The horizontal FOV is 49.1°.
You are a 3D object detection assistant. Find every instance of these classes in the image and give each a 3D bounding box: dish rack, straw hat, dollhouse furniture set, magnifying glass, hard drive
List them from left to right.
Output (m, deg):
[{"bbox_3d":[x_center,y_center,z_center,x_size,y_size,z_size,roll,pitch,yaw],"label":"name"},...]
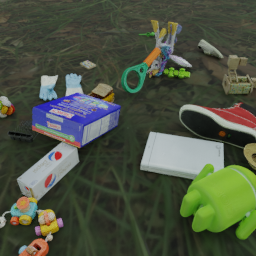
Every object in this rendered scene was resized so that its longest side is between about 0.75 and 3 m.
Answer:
[{"bbox_3d":[-3.890,0.040,10.900,0.997,0.355,1.300,10,40,11],"label":"dish rack"},{"bbox_3d":[0.664,-2.728,12.927,0.310,1.102,2.769,7,52,49],"label":"magnifying glass"},{"bbox_3d":[1.923,0.975,9.740,2.676,0.357,1.765,9,40,11],"label":"hard drive"},{"bbox_3d":[5.529,-2.412,12.878,1.860,1.645,1.034,1,40,3],"label":"dollhouse furniture set"},{"bbox_3d":[4.387,1.139,9.410,1.243,0.526,1.243,6,46,-6],"label":"straw hat"}]

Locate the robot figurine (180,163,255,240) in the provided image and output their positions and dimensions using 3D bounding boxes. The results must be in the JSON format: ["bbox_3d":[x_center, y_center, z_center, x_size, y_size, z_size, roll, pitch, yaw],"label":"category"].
[{"bbox_3d":[2.657,1.915,7.765,2.434,1.408,2.135,-20,43,-23],"label":"robot figurine"}]

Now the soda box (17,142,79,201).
[{"bbox_3d":[-2.493,1.346,9.010,0.653,0.698,2.050,22,43,24],"label":"soda box"}]

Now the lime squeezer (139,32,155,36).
[{"bbox_3d":[1.460,-6.325,18.792,1.420,0.268,0.501,-7,40,-8],"label":"lime squeezer"}]

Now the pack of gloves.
[{"bbox_3d":[-3.229,-2.135,13.481,2.013,0.473,2.396,-8,40,-8],"label":"pack of gloves"}]

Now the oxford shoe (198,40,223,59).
[{"bbox_3d":[4.801,-4.499,16.372,0.546,0.711,1.891,-48,55,10],"label":"oxford shoe"}]

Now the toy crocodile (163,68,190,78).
[{"bbox_3d":[2.488,-2.789,14.353,1.380,0.426,0.466,6,80,5],"label":"toy crocodile"}]

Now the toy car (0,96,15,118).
[{"bbox_3d":[-5.135,-0.860,11.831,0.651,0.760,0.868,11,22,-47],"label":"toy car"}]

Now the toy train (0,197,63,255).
[{"bbox_3d":[-2.710,2.650,7.496,2.138,0.595,1.606,28,46,29],"label":"toy train"}]

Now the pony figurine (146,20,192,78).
[{"bbox_3d":[1.988,-4.043,14.545,2.277,2.734,2.639,25,29,38],"label":"pony figurine"}]

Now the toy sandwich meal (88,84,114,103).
[{"bbox_3d":[-1.257,-1.436,12.579,1.472,0.504,1.472,0,39,0],"label":"toy sandwich meal"}]

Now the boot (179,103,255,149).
[{"bbox_3d":[3.615,-0.516,11.020,2.996,1.085,2.161,21,43,10],"label":"boot"}]

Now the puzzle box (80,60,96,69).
[{"bbox_3d":[-2.196,-3.481,15.415,0.531,0.101,0.798,-31,48,-33],"label":"puzzle box"}]

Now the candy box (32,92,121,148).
[{"bbox_3d":[-1.846,-0.400,10.452,2.171,0.989,2.568,19,25,23],"label":"candy box"}]
